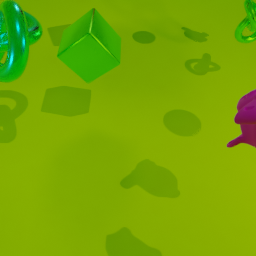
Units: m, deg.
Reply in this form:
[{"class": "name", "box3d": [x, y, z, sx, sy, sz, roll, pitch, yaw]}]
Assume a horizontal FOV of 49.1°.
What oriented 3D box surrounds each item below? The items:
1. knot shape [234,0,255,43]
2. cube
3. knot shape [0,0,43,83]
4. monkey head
[{"class": "knot shape", "box3d": [3.398, -3.002, 7.501, 0.592, 1.281, 1.199, 29, 76, 26]}, {"class": "cube", "box3d": [-0.812, -1.768, 6.116, 0.963, 0.963, 0.963, -25, 45, 28]}, {"class": "knot shape", "box3d": [-2.508, -1.445, 5.045, 1.929, 0.952, 2.061, -35, 40, 3]}, {"class": "monkey head", "box3d": [1.869, -0.022, 3.629, 1.149, 0.963, 1.597, -28, 14, -39]}]
